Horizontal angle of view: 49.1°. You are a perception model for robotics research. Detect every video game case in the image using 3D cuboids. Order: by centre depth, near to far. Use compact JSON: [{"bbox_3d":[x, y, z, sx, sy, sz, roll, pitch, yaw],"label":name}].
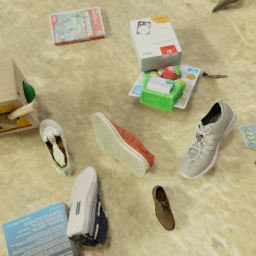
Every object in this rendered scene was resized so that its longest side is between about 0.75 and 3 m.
[{"bbox_3d":[-2.010,-4.063,11.117,2.026,0.177,1.448,-11,70,-4],"label":"video game case"}]

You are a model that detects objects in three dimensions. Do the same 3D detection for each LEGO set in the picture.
[{"bbox_3d":[4.951,0.833,9.069,1.851,0.608,2.478,-13,70,-1],"label":"LEGO set"}]

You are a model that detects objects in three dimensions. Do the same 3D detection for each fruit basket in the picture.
[{"bbox_3d":[1.321,-1.677,9.759,1.988,1.006,2.146,18,60,17],"label":"fruit basket"}]

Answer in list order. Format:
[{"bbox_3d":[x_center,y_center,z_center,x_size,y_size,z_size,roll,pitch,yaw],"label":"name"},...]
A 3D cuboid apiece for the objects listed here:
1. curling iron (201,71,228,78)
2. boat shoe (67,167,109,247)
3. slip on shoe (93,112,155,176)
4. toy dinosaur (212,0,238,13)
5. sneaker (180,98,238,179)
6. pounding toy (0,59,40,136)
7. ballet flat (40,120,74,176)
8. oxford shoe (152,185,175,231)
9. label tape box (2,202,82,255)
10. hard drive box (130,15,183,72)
[{"bbox_3d":[3.203,-1.954,10.346,0.973,0.124,0.241,5,69,2],"label":"curling iron"},{"bbox_3d":[-1.103,2.384,8.416,0.878,1.090,2.352,-24,40,28],"label":"boat shoe"},{"bbox_3d":[-0.186,0.441,9.120,2.628,0.974,0.804,42,45,18],"label":"slip on shoe"},{"bbox_3d":[4.233,-5.688,11.303,1.345,1.012,2.631,28,69,17],"label":"toy dinosaur"},{"bbox_3d":[2.332,0.285,8.747,1.021,1.121,2.733,16,68,50],"label":"sneaker"},{"bbox_3d":[-3.870,-0.670,8.570,2.738,2.521,1.947,-13,70,-5],"label":"pounding toy"},{"bbox_3d":[-2.330,0.521,9.114,0.732,0.677,2.170,-27,71,-10],"label":"ballet flat"},{"bbox_3d":[1.058,2.405,8.457,0.505,0.587,1.390,-18,72,-9],"label":"oxford shoe"},{"bbox_3d":[-2.297,3.595,7.891,1.776,0.819,2.479,-20,73,-7],"label":"label tape box"},{"bbox_3d":[0.990,-3.145,10.338,1.508,0.743,1.935,-12,62,-4],"label":"hard drive box"}]
